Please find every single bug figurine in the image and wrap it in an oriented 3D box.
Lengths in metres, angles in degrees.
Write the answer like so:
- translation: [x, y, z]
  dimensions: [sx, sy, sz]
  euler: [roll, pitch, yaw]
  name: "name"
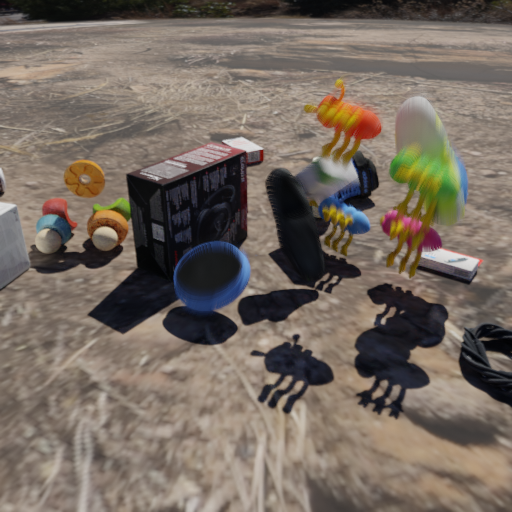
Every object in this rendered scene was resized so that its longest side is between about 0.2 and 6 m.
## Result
- translation: [1.871, -1.061, 8.875]
  dimensions: [2.579, 3.326, 0.856]
  euler: [34, 65, 25]
  name: "bug figurine"

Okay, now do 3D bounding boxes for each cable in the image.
- translation: [3.335, 1.375, 7.475]
  dimensions: [1.149, 0.358, 1.408]
  euler: [-25, 39, -29]
  name: "cable"

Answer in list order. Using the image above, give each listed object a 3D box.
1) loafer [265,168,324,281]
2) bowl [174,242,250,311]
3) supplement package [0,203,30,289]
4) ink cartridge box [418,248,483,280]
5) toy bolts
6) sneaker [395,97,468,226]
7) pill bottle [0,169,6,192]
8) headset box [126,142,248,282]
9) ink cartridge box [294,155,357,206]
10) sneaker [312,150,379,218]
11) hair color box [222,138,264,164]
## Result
- translation: [0.628, -0.503, 9.053]
  dimensions: [0.648, 1.908, 0.670]
  euler: [-20, -1, -5]
  name: "loafer"
- translation: [-0.691, 0.275, 8.497]
  dimensions: [1.192, 0.234, 1.192]
  euler: [-9, 50, 11]
  name: "bowl"
- translation: [-4.763, -0.042, 9.038]
  dimensions: [1.218, 1.227, 1.617]
  euler: [9, 30, 15]
  name: "supplement package"
- translation: [3.465, 0.037, 9.970]
  dimensions: [0.960, 0.215, 0.846]
  euler: [19, 35, 30]
  name: "ink cartridge box"
- translation: [-3.335, -0.731, 10.253]
  dimensions: [1.683, 1.607, 1.167]
  euler: [-16, 35, 8]
  name: "toy bolts"
- translation: [2.798, -1.496, 8.853]
  dimensions: [0.768, 2.028, 1.065]
  euler: [-13, 5, 34]
  name: "sneaker"
- translation: [-6.281, -1.640, 12.628]
  dimensions: [1.084, 0.592, 0.592]
  euler: [-17, 33, -27]
  name: "pill bottle"
- translation: [-1.058, -0.896, 10.034]
  dimensions: [0.924, 1.780, 2.392]
  euler: [19, 35, 31]
  name: "headset box"
- translation: [1.163, -1.377, 10.388]
  dimensions: [0.821, 0.474, 1.125]
  euler: [-6, -19, -43]
  name: "ink cartridge box"
- translation: [1.926, -1.597, 12.108]
  dimensions: [1.457, 1.005, 2.619]
  euler: [-4, 21, 11]
  name: "sneaker"
- translation: [-0.365, -2.808, 14.993]
  dimensions: [0.646, 0.372, 1.164]
  euler: [-16, 34, -26]
  name: "hair color box"
